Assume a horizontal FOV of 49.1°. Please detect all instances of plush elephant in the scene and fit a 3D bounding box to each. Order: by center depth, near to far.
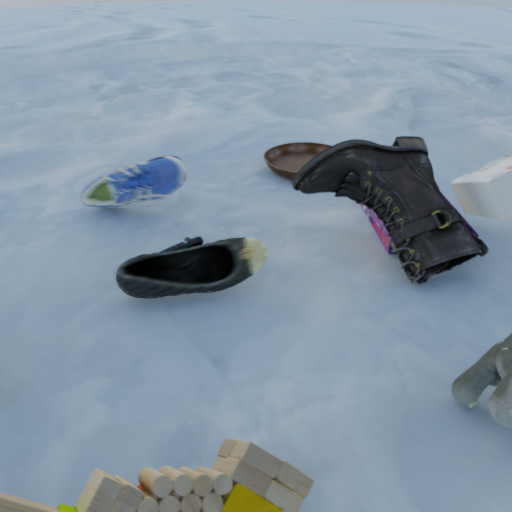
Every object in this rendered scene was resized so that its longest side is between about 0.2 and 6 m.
[{"bbox_3d":[3.467,1.494,6.358,1.484,1.579,1.917,44,79,4],"label":"plush elephant"}]

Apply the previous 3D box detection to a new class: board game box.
[{"bbox_3d":[3.079,-0.894,11.250,1.671,0.450,2.783,2,30,-5],"label":"board game box"}]

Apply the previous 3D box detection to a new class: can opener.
[{"bbox_3d":[-1.314,-0.060,9.327,1.074,0.340,0.422,-18,40,-33],"label":"can opener"}]

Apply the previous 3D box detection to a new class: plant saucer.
[{"bbox_3d":[1.218,-2.258,13.571,2.095,0.361,2.095,-1,31,0],"label":"plant saucer"}]

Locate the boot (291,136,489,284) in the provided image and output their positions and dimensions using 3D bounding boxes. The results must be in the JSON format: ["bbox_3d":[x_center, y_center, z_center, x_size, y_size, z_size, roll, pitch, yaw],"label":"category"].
[{"bbox_3d":[2.278,-0.708,9.454,2.910,1.007,2.533,-13,70,-14],"label":"boot"}]

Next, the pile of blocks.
[{"bbox_3d":[-1.129,2.528,5.115,3.307,1.358,1.028,-2,-13,-22],"label":"pile of blocks"}]

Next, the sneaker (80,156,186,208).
[{"bbox_3d":[-2.447,-1.377,11.183,2.270,0.859,0.874,-17,11,16],"label":"sneaker"}]

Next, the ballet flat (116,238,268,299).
[{"bbox_3d":[-0.965,0.200,8.743,2.408,0.684,0.800,-13,76,-7],"label":"ballet flat"}]

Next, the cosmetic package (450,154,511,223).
[{"bbox_3d":[4.295,-1.240,9.550,1.246,0.765,3.020,-28,2,10],"label":"cosmetic package"}]
